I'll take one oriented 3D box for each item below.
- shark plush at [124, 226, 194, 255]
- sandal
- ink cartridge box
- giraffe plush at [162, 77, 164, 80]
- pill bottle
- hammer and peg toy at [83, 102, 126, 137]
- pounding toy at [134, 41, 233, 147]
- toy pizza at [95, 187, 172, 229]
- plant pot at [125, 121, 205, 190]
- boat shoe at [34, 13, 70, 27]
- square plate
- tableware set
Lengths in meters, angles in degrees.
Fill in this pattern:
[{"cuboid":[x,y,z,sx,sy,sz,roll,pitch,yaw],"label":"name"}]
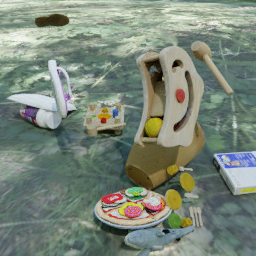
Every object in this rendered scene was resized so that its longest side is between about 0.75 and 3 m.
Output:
[{"cuboid":[0.714,2.430,6.099,1.649,0.687,0.749,6,47,-11],"label":"shark plush"},{"cuboid":[-1.891,-1.281,8.052,0.595,0.985,2.421,-11,46,-15],"label":"sandal"},{"cuboid":[3.561,1.281,8.323,1.563,0.367,1.545,-2,30,-6],"label":"ink cartridge box"},{"cuboid":[1.886,-2.467,13.659,1.386,1.475,1.709,-37,73,-12],"label":"giraffe plush"},{"cuboid":[-3.323,-0.535,10.759,1.590,0.886,0.886,22,38,32],"label":"pill bottle"},{"cuboid":[-0.848,-0.210,10.402,1.524,0.730,2.071,1,31,-1],"label":"hammer and peg toy"},{"cuboid":[1.188,-0.910,6.262,1.651,2.887,1.656,28,-19,-39],"label":"pounding toy"},{"cuboid":[0.125,1.846,6.836,1.888,0.299,1.888,-3,11,1],"label":"toy pizza"},{"cuboid":[0.873,0.711,8.100,1.919,1.919,2.059,22,53,32],"label":"plant pot"},{"cuboid":[-2.844,-4.112,10.629,1.355,0.496,0.439,1,32,6],"label":"boat shoe"},{"cuboid":[-3.349,-1.051,11.242,2.050,0.292,2.030,15,10,10],"label":"square plate"},{"cuboid":[1.288,1.694,6.974,1.070,0.244,1.589,12,58,-30],"label":"tableware set"}]
